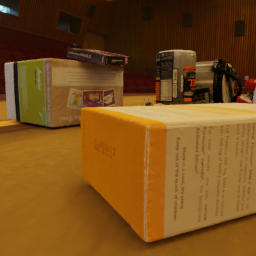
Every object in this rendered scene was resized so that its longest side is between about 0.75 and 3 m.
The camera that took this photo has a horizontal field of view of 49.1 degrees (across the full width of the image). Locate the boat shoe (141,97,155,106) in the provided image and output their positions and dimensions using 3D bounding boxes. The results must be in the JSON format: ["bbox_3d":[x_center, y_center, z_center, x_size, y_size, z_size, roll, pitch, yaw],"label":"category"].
[{"bbox_3d":[0.809,-0.805,10.937,0.682,0.787,1.847,-2,9,-16],"label":"boat shoe"}]

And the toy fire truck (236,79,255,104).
[{"bbox_3d":[5.138,-0.787,9.771,2.395,1.343,2.011,-5,28,-25],"label":"toy fire truck"}]

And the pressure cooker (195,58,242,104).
[{"bbox_3d":[3.789,-1.925,12.897,2.718,2.428,2.390,5,6,32],"label":"pressure cooker"}]

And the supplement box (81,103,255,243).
[{"bbox_3d":[0.944,0.241,3.278,2.633,0.968,1.659,-4,9,-25],"label":"supplement box"}]

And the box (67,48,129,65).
[{"bbox_3d":[-0.890,-2.255,8.862,1.285,0.325,1.798,16,19,17],"label":"box"}]

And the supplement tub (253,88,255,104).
[{"bbox_3d":[5.031,-0.752,7.989,2.375,1.567,1.567,1,8,0],"label":"supplement tub"}]

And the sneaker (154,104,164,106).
[{"bbox_3d":[1.400,-0.511,9.629,1.500,0.605,0.560,-5,19,-32],"label":"sneaker"}]

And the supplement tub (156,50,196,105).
[{"bbox_3d":[1.849,-1.677,10.916,1.536,2.508,1.536,0,9,0],"label":"supplement tub"}]

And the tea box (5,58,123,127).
[{"bbox_3d":[-2.155,-1.230,9.652,2.925,1.987,2.973,9,12,41],"label":"tea box"}]
